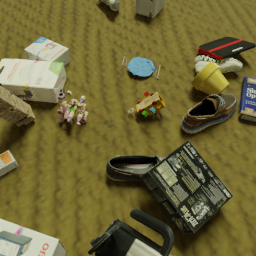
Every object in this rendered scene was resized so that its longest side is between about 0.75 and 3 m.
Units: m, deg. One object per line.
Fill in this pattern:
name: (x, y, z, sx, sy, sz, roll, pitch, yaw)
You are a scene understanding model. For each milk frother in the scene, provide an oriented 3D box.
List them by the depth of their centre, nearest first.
milk frother: (0.111, 3.435, 7.505, 1.984, 1.904, 2.110, 26, 20, 19)

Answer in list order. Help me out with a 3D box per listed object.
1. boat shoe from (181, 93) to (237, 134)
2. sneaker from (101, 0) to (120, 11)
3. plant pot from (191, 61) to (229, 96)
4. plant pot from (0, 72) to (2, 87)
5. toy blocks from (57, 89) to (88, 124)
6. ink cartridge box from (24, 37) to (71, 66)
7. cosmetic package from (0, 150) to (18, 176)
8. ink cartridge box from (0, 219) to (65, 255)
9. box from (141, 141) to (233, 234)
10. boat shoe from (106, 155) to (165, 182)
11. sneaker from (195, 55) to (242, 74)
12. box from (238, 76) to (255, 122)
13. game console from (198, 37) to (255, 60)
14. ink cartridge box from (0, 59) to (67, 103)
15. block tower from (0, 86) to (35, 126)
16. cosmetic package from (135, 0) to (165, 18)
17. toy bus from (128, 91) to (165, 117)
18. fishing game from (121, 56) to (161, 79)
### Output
boat shoe: (3.452, -0.764, 11.344, 2.860, 1.035, 1.033, -31, 60, -21)
sneaker: (-1.169, -7.716, 16.524, 1.195, 1.049, 2.983, -11, 47, -1)
plant pot: (3.641, -2.004, 12.188, 1.227, 1.305, 1.305, 45, 64, 11)
plant pot: (-5.677, -2.174, 12.566, 0.830, 0.848, 0.848, 4, 54, 13)
toy blocks: (-2.288, -0.662, 11.138, 1.166, 1.248, 1.051, 10, 49, 7)
ink cartridge box: (-3.850, -3.539, 13.546, 1.758, 0.744, 1.270, 28, 58, 17)
cosmetic package: (-4.699, 1.395, 10.158, 1.179, 0.420, 0.598, -33, 60, -21)
ink cartridge box: (-3.502, 3.836, 7.880, 2.825, 1.236, 2.053, 16, 55, 10)
box: (1.864, 1.890, 9.058, 1.853, 0.975, 2.263, -34, 80, -22)
boat shoe: (0.636, 1.415, 9.894, 2.858, 0.814, 0.955, -1, 54, -1)
sneaker: (4.192, -2.782, 13.071, 2.165, 0.813, 0.877, 5, 67, 6)
box: (5.767, -1.339, 12.158, 1.629, 0.436, 2.690, 14, 54, 10)
game console: (4.734, -3.892, 13.655, 2.177, 0.338, 1.926, -23, 38, -18)
ink cartridge box: (-4.354, -2.115, 12.372, 2.843, 0.957, 1.665, 6, 54, 5)
block tower: (-4.489, -0.838, 10.330, 0.744, 2.753, 0.796, -30, 70, 1)
cosmetic package: (1.298, -7.324, 16.003, 1.225, 1.224, 1.485, 25, 57, 17)
toy bus: (0.892, -0.863, 11.610, 1.322, 0.683, 1.247, 11, 61, 51)
fishing game: (0.611, -2.897, 13.389, 1.876, 0.292, 1.343, 10, 54, -2)
